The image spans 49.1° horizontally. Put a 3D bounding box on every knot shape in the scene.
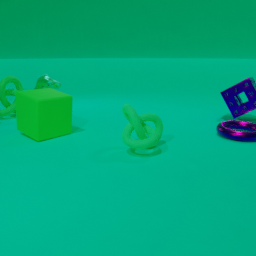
[{"bbox_3d":[0.273,-0.072,6.851,0.607,1.230,1.314,-44,-10,34],"label":"knot shape"},{"bbox_3d":[-4.242,-1.166,10.151,1.530,1.432,0.707,-1,11,-24],"label":"knot shape"}]

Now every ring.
[{"bbox_3d":[3.244,0.068,8.071,1.353,0.271,1.353,1,18,0],"label":"ring"}]

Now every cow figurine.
[{"bbox_3d":[-3.442,-1.323,10.814,1.610,1.636,0.898,25,16,26],"label":"cow figurine"}]

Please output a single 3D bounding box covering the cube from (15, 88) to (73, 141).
[{"bbox_3d":[-2.405,-0.430,8.049,1.151,1.151,1.151,21,25,38],"label":"cube"}]

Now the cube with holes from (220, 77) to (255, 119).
[{"bbox_3d":[3.961,-1.046,9.605,1.011,1.011,1.011,-29,-5,32],"label":"cube with holes"}]
